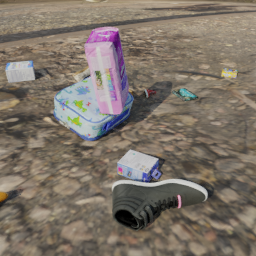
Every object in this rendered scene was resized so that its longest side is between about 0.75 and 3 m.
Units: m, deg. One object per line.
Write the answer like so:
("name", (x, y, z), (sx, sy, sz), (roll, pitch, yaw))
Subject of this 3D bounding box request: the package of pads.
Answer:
("package of pads", (-0.619, -1.863, 9.216), (0.953, 2.519, 1.518), (-2, 40, 10))

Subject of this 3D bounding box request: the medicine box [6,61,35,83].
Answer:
("medicine box", (-5.685, -3.007, 14.876), (1.360, 0.700, 1.239), (-9, 32, -15))

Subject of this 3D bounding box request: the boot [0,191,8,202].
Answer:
("boot", (-3.554, 2.061, 6.833), (1.209, 0.426, 0.866), (-13, 39, -13))

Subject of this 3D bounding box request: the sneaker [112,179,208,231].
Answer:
("sneaker", (0.705, 1.895, 6.705), (2.394, 0.846, 1.187), (-1, 33, 9))

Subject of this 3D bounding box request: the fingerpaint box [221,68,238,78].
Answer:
("fingerpaint box", (5.546, -2.998, 15.263), (0.781, 0.287, 0.652), (13, 34, 21))

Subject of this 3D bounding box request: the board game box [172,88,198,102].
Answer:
("board game box", (2.632, -1.546, 12.987), (0.727, 0.151, 1.075), (-13, 33, -21))

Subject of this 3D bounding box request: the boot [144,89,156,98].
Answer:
("boot", (1.054, -1.606, 12.989), (0.548, 0.275, 0.759), (0, 28, -2))

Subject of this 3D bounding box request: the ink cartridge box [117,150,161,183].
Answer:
("ink cartridge box", (0.379, 1.156, 8.214), (1.178, 0.450, 0.803), (15, 34, 26))

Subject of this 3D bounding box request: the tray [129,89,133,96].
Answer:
("tray", (-0.107, -1.574, 12.688), (0.190, 0.507, 1.028), (-16, 35, -27))

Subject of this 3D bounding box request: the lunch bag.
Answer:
("lunch bag", (-1.225, -0.792, 10.495), (2.211, 1.134, 2.750), (32, 42, 17))

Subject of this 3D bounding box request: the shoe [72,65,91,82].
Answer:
("shoe", (-2.314, -2.923, 15.016), (0.685, 0.523, 1.958), (-24, 14, 31))
